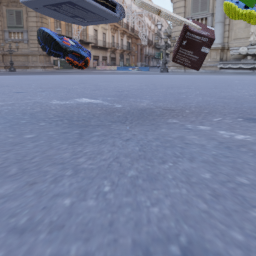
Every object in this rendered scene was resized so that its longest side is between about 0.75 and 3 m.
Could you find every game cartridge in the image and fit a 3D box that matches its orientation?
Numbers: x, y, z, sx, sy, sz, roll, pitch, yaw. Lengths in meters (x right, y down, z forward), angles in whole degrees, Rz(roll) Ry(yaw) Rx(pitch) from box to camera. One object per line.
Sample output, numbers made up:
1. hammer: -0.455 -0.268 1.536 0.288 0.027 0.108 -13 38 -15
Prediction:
1. game cartridge: -1.285 -2.949 6.746 1.603 0.492 2.409 -1 6 26

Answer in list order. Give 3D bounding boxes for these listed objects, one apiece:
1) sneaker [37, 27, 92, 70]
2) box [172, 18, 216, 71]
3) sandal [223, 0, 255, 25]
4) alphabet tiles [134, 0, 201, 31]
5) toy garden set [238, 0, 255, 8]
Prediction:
1. sneaker: -2.019 -2.565 8.944 1.947 0.733 0.763 33 38 -6
2. box: 2.137 -2.743 9.234 1.005 1.212 0.995 19 41 -2
3. sandal: 3.501 -3.555 8.437 0.600 0.547 1.377 -41 56 -11
4. alphabet tiles: 0.752 -3.306 7.752 2.529 0.189 2.586 21 26 -12
5. toy garden set: 3.234 -2.345 4.847 2.223 1.853 0.444 34 -25 6
